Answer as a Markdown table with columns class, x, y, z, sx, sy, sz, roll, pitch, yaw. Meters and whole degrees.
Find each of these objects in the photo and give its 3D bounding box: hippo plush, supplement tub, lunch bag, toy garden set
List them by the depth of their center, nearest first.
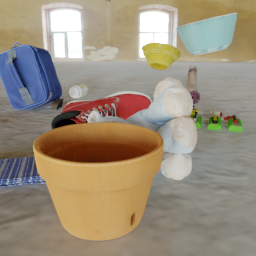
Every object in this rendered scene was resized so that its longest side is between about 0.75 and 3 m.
| class | x | y | z | sx | sy | sz | roll | pitch | yaw |
| --- | --- | --- | --- | --- | --- | --- | --- | --- | --- |
| hippo plush | 0.136 | -0.060 | 5.289 | 1.767 | 1.751 | 2.198 | -1 | 17 | -8 |
| toy garden set | 2.451 | -0.395 | 8.810 | 2.075 | 0.414 | 1.730 | 5 | 17 | 17 |
| lunch bag | -3.653 | -1.932 | 10.309 | 1.623 | 2.389 | 1.581 | -17 | 8 | 12 |
| supplement tub | -2.314 | -1.723 | 13.038 | 0.616 | 0.616 | 0.850 | 5 | 18 | 17 |

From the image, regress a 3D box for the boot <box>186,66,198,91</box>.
| class | x | y | z | sx | sy | sz | roll | pitch | yaw |
| --- | --- | --- | --- | --- | --- | --- | --- | --- | --- |
| boot | 3.485 | -2.725 | 15.225 | 0.631 | 1.313 | 1.796 | 3 | 16 | 10 |

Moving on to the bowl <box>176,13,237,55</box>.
| class | x | y | z | sx | sy | sz | roll | pitch | yaw |
| --- | --- | --- | --- | --- | --- | --- | --- | --- | --- |
| bowl | 1.622 | -1.860 | 5.687 | 1.199 | 0.627 | 1.199 | -13 | 15 | 4 |

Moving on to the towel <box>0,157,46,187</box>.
| class | x | y | z | sx | sy | sz | roll | pitch | yaw |
| --- | --- | --- | --- | --- | --- | --- | --- | --- | --- |
| towel | -2.249 | 0.821 | 5.151 | 1.672 | 0.199 | 1.210 | -3 | 14 | -16 |

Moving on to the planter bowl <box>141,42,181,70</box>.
| class | x | y | z | sx | sy | sz | roll | pitch | yaw |
| --- | --- | --- | --- | --- | --- | --- | --- | --- | --- |
| planter bowl | 0.827 | -1.804 | 7.318 | 1.049 | 0.437 | 1.049 | 11 | -7 | 1 |

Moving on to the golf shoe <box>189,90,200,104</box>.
| class | x | y | z | sx | sy | sz | roll | pitch | yaw |
| --- | --- | --- | --- | --- | --- | --- | --- | --- | --- |
| golf shoe | 1.945 | -1.176 | 11.262 | 1.846 | 0.670 | 0.850 | 0 | 2 | -25 |

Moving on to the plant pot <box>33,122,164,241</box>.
| class | x | y | z | sx | sy | sz | roll | pitch | yaw |
| --- | --- | --- | --- | --- | --- | --- | --- | --- | --- |
| plant pot | -0.359 | 0.677 | 3.793 | 1.655 | 1.158 | 1.655 | -1 | 17 | 0 |

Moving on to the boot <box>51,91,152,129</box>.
| class | x | y | z | sx | sy | sz | roll | pitch | yaw |
| --- | --- | --- | --- | --- | --- | --- | --- | --- | --- |
| boot | -0.631 | -0.327 | 7.727 | 2.706 | 0.980 | 1.952 | -7 | 16 | 3 |

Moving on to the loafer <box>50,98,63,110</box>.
| class | x | y | z | sx | sy | sz | roll | pitch | yaw |
| --- | --- | --- | --- | --- | --- | --- | --- | --- | --- |
| loafer | -2.745 | -0.975 | 10.819 | 0.336 | 0.345 | 0.945 | 17 | 16 | -3 |
